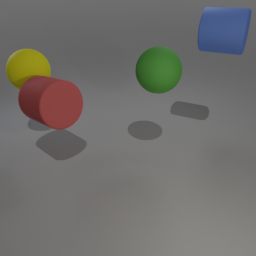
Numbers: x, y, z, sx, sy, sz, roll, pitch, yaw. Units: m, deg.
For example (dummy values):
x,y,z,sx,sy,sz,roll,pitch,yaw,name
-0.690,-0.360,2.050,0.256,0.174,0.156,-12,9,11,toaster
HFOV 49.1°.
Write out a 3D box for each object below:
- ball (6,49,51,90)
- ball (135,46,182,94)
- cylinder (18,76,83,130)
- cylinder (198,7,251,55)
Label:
x,y,z,sx,sy,sz,roll,pitch,yaw,name
-3.293,-1.904,9.300,1.400,1.400,1.400,0,30,0,ball
0.925,-1.739,8.442,1.400,1.400,1.400,0,30,0,ball
-2.284,-0.780,8.279,1.400,1.400,1.400,-26,30,-37,cylinder
3.143,-3.175,9.157,1.400,1.400,1.400,13,32,23,cylinder
